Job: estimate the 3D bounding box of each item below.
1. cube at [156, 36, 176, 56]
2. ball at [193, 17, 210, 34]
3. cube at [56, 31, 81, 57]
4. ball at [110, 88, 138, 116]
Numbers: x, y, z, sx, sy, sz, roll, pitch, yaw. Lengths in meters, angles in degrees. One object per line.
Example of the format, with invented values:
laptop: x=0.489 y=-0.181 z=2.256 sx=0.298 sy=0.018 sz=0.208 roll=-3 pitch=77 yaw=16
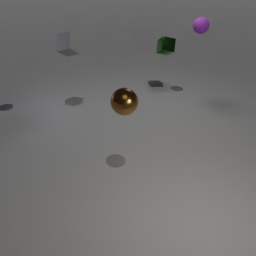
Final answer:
cube: x=1.887 y=-4.078 z=13.952 sx=0.700 sy=0.700 sz=0.700 roll=7 pitch=-1 yaw=-17
ball: x=3.169 y=-4.444 z=12.137 sx=0.700 sy=0.700 sz=0.700 roll=0 pitch=30 yaw=0
cube: x=-2.341 y=-3.309 z=11.078 sx=0.700 sy=0.700 sz=0.700 roll=-2 pitch=-5 yaw=28
ball: x=-0.092 y=-0.663 z=7.033 sx=0.700 sy=0.700 sz=0.700 roll=0 pitch=30 yaw=0
